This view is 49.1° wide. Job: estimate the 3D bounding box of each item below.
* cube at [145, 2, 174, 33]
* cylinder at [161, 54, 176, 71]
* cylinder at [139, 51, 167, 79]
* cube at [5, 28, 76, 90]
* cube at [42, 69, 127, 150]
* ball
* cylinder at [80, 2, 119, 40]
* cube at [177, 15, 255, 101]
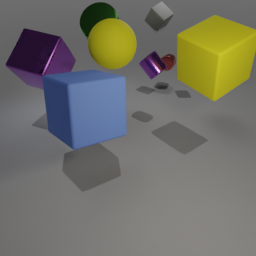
[{"bbox_3d":[1.217,-4.326,10.934,0.700,0.700,0.700,46,60,2],"label":"cube"},{"bbox_3d":[1.957,-3.233,13.751,0.700,0.700,0.700,11,28,18],"label":"cylinder"},{"bbox_3d":[0.844,-2.132,9.509,0.700,0.700,0.700,-38,7,6],"label":"cylinder"},{"bbox_3d":[-2.773,-2.137,9.141,1.400,1.400,1.400,17,76,14],"label":"cube"},{"bbox_3d":[-0.993,-0.510,6.472,1.400,1.400,1.400,-15,25,-34],"label":"cube"},{"bbox_3d":[-0.453,-2.410,8.077,1.400,1.400,1.400,0,30,0],"label":"ball"},{"bbox_3d":[-0.936,-3.702,10.518,1.400,1.400,1.400,6,-6,10],"label":"cylinder"},{"bbox_3d":[2.241,-1.831,7.253,1.400,1.400,1.400,-32,50,-20],"label":"cube"}]
